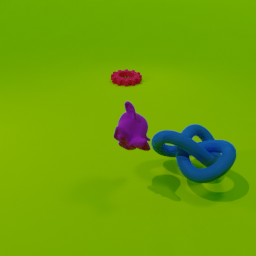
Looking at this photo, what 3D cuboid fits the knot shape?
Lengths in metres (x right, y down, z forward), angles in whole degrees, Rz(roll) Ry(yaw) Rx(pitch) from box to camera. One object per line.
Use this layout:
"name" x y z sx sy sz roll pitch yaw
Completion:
"knot shape" 1.570 0.553 6.211 1.872 0.865 1.752 3 19 -23

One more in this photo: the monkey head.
"monkey head" 0.180 0.073 5.439 0.844 1.173 0.707 16 58 38

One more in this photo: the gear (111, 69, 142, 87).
"gear" -0.069 -2.183 12.099 1.320 0.244 1.320 1 33 -1
